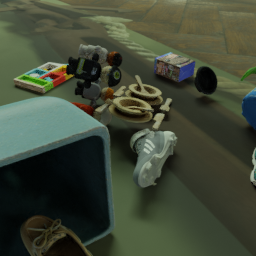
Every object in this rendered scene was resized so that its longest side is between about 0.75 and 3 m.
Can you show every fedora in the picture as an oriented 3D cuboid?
[{"bbox_3d":[2.575,-1.580,9.559,1.010,1.010,0.461,-19,-1,-25],"label":"fedora"}]

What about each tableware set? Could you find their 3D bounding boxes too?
[{"bbox_3d":[0.339,-0.890,8.285,1.812,0.549,2.741,16,26,10],"label":"tableware set"}]

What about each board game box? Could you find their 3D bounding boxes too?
[{"bbox_3d":[1.824,-2.414,11.036,1.007,0.612,1.263,-29,44,-35],"label":"board game box"}]

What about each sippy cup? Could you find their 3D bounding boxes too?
[{"bbox_3d":[4.151,-0.712,7.860,1.579,1.692,2.155,-27,32,-17],"label":"sippy cup"}]

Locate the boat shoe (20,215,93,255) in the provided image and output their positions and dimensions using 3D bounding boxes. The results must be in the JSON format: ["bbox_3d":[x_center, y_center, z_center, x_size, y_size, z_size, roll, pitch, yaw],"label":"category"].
[{"bbox_3d":[-1.016,1.975,4.493,1.922,0.602,0.704,29,48,23],"label":"boat shoe"}]

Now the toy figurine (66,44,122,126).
[{"bbox_3d":[-0.930,-1.297,8.218,1.435,2.063,2.031,12,32,-1],"label":"toy figurine"}]

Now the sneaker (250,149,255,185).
[{"bbox_3d":[3.228,0.750,6.490,0.572,0.587,1.475,14,36,19],"label":"sneaker"}]

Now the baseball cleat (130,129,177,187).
[{"bbox_3d":[0.404,0.657,6.645,1.123,0.736,2.110,11,26,26],"label":"baseball cleat"}]

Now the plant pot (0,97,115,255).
[{"bbox_3d":[-1.889,0.721,4.942,2.412,2.419,2.464,-19,38,-25],"label":"plant pot"}]

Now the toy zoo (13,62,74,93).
[{"bbox_3d":[-3.044,-2.064,10.865,1.480,0.231,2.256,18,39,25],"label":"toy zoo"}]
